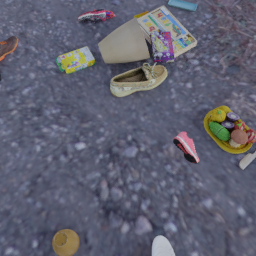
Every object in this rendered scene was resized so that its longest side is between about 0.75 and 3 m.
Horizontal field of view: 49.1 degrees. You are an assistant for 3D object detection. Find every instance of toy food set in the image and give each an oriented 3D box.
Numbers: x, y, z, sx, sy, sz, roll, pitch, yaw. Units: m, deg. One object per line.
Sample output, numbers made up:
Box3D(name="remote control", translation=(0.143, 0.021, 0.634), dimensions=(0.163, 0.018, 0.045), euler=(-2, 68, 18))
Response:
Box3D(name="toy food set", translation=(4.124, 0.087, 10.792), dimensions=(1.526, 0.847, 2.594), euler=(-30, 65, -16))

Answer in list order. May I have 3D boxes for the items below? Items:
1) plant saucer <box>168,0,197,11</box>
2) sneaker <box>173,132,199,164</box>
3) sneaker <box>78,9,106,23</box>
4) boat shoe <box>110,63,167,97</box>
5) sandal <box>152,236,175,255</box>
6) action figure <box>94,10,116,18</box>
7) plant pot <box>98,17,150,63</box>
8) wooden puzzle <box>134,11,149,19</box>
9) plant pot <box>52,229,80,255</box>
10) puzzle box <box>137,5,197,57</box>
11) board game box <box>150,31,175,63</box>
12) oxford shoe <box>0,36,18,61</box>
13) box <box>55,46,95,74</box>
Box3D(name="plant saucer", translation=(2.922, -6.569, 14.972), dimensions=(1.507, 0.143, 0.527), euler=(18, 62, 11))
Box3D(name="sneaker", translation=(2.054, 0.647, 9.281), dimensions=(0.553, 0.470, 1.275), euler=(-48, 111, -24))
Box3D(name="sneaker", translation=(-1.842, -5.625, 14.233), dimensions=(1.442, 0.538, 0.581), euler=(-6, 33, 11))
Box3D(name="boat shoe", translation=(0.516, -2.142, 12.054), dimensions=(2.693, 0.844, 0.987), euler=(-25, 64, -13))
Box3D(name="sandal", translation=(1.054, 4.635, 8.300), dimensions=(0.660, 1.093, 2.687), euler=(-30, 56, 30))
Box3D(name="action figure", translation=(-1.188, -5.860, 14.441), dimensions=(1.159, 0.379, 0.300), euler=(9, 33, 6))
Box3D(name="plant pot", translation=(-0.263, -3.694, 12.557), dimensions=(1.967, 1.843, 1.843), euler=(-19, 61, 4))
Box3D(name="wooden puzzle", translation=(1.357, -5.141, 14.077), dimensions=(1.410, 0.244, 2.090), euler=(-33, 71, -13))
Box3D(name="plant pot", translation=(-2.024, 3.567, 8.792), dimensions=(0.863, 0.926, 0.863), euler=(0, 62, 0))
Box3D(name="puzzle box", translation=(1.777, -4.598, 13.529), dimensions=(1.819, 0.348, 2.734), euler=(-32, 71, -13))
Box3D(name="board game box", translation=(1.570, -3.734, 12.865), dimensions=(0.957, 0.257, 1.594), euler=(-3, 67, -6))
Box3D(name="oxford shoe", translation=(-5.814, -3.824, 13.139), dimensions=(0.603, 0.614, 1.693), euler=(24, 63, 13))
Box3D(name="box", translation=(-2.427, -3.074, 12.857), dimensions=(1.621, 0.392, 0.951), euler=(-22, 63, -15))
